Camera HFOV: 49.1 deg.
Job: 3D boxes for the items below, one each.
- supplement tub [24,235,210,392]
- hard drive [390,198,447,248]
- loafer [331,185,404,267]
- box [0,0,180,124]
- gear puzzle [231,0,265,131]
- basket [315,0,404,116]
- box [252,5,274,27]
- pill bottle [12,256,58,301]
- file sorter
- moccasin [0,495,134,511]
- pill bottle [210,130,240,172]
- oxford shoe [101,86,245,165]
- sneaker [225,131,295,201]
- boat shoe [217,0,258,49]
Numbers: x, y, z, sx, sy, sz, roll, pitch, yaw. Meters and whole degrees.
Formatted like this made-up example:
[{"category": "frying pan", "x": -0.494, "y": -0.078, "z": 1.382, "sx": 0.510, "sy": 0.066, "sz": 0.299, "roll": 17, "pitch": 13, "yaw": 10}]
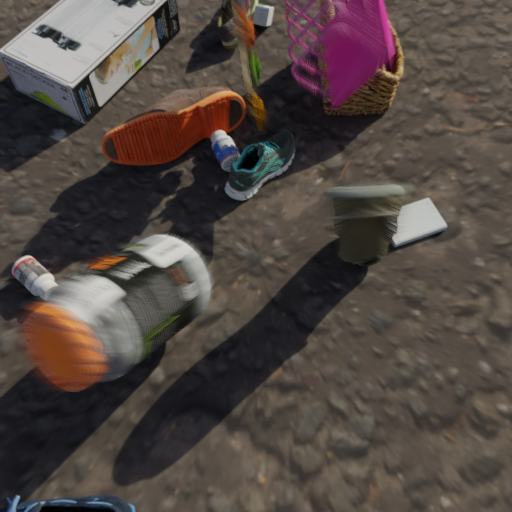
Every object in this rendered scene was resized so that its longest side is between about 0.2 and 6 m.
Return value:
[{"category": "supplement tub", "x": -1.854, "y": 0.746, "z": 7.786, "sx": 1.463, "sy": 1.463, "sz": 2.388, "roll": 32, "pitch": 36, "yaw": 17}, {"category": "hard drive", "x": 2.771, "y": -0.600, "z": 9.980, "sx": 1.032, "sy": 0.136, "sz": 0.681, "roll": -19, "pitch": 62, "yaw": -10}, {"category": "loafer", "x": 1.726, "y": -0.390, "z": 8.494, "sx": 1.050, "sy": 2.793, "sz": 0.973, "roll": -1, "pitch": 81, "yaw": 16}, {"category": "box", "x": -3.361, "y": -4.500, "z": 11.704, "sx": 1.961, "sy": 1.011, "sz": 3.362, "roll": 27, "pitch": 63, "yaw": 15}, {"category": "gear puzzle", "x": -0.080, "y": -3.443, "z": 9.610, "sx": 0.337, "sy": 2.570, "sz": 1.331, "roll": -8, "pitch": 20, "yaw": 5}, {"category": "basket", "x": 2.120, "y": -4.185, "z": 11.123, "sx": 1.650, "sy": 1.722, "sz": 2.312, "roll": -2, "pitch": 59, "yaw": -1}, {"category": "box", "x": 0.155, "y": -5.355, "z": 12.479, "sx": 0.344, "sy": 0.402, "sz": 0.400, "roll": 18, "pitch": 29, "yaw": 9}, {"category": "pill bottle", "x": -3.623, "y": 0.386, "z": 9.246, "sx": 0.773, "sy": 0.428, "sz": 0.428, "roll": 38, "pitch": 67, "yaw": 18}, {"category": "file sorter", "x": 1.218, "y": -3.692, "z": 8.990, "sx": 1.169, "sy": 1.295, "sz": 1.863, "roll": 19, "pitch": 53, "yaw": -31}, {"category": "moccasin", "x": -2.791, "y": 3.472, "z": 7.259, "sx": 2.326, "sy": 0.793, "sz": 0.936, "roll": -13, "pitch": 61, "yaw": -8}, {"category": "pill bottle", "x": -0.590, "y": -2.005, "z": 10.621, "sx": 0.426, "sy": 0.426, "sz": 0.758, "roll": -20, "pitch": 61, "yaw": -11}, {"category": "oxford shoe", "x": -1.660, "y": -2.543, "z": 10.745, "sx": 2.835, "sy": 1.011, "sz": 1.033, "roll": -22, "pitch": 45, "yaw": -19}, {"category": "sneaker", "x": 0.130, "y": -1.790, "z": 10.271, "sx": 0.689, "sy": 0.810, "sz": 1.775, "roll": 34, "pitch": 65, "yaw": 17}, {"category": "boat shoe", "x": -0.442, "y": -5.467, "z": 12.391, "sx": 0.707, "sy": 0.650, "sz": 1.979, "roll": -2, "pitch": 59, "yaw": 23}]
